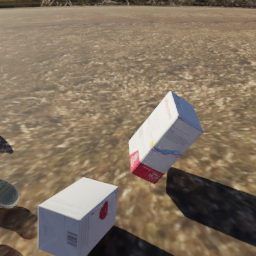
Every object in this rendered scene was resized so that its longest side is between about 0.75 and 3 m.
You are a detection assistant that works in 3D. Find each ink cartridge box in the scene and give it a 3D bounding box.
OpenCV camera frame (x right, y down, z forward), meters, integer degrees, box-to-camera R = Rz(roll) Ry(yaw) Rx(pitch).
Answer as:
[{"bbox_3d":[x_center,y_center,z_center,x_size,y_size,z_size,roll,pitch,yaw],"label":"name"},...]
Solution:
[{"bbox_3d":[0.759,0.207,6.198,0.717,1.674,1.235,30,28,-18],"label":"ink cartridge box"}]

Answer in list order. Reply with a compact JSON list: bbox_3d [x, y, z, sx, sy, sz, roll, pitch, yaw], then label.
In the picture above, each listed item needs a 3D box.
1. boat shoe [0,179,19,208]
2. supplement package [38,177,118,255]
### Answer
[{"bbox_3d":[-2.798,1.332,5.774,1.379,0.442,0.508,12,43,18],"label":"boat shoe"},{"bbox_3d":[-0.791,1.481,4.749,0.776,0.786,1.296,10,15,22],"label":"supplement package"}]
